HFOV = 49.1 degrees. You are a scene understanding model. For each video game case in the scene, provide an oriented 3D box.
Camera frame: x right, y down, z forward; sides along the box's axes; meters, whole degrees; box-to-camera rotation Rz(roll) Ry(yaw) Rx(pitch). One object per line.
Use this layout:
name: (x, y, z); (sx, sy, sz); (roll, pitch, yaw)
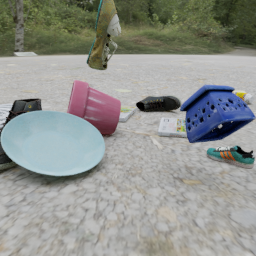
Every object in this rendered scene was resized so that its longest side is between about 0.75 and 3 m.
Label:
video game case: (-0.857, -0.693, 12.646); (2.074, 0.237, 1.888); (4, 19, 15)
video game case: (2.038, -0.023, 10.722); (1.644, 0.207, 1.807); (3, 18, 10)

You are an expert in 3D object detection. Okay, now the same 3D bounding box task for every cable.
cable: (-4.896, -0.146, 9.992); (2.647, 0.916, 2.647); (3, 20, 9)

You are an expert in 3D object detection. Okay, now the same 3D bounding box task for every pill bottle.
pill bottle: (6.095, -1.592, 14.783); (0.540, 0.540, 0.989); (-12, 22, -32)

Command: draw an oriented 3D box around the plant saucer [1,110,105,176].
plant saucer: (-2.053, 0.487, 7.855); (2.792, 0.538, 2.792); (14, 33, -9)

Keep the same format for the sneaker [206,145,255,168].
sneaker: (2.936, 0.702, 8.041); (1.361, 0.544, 0.486); (14, 23, 35)

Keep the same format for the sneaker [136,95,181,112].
sneaker: (1.417, -1.053, 13.112); (2.044, 0.764, 1.086); (6, 23, 42)

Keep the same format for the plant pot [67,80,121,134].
plant pot: (-1.261, -0.581, 10.022); (1.768, 1.975, 1.975); (11, 16, -13)

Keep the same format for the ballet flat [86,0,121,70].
ballet flat: (-0.482, -2.095, 6.410); (0.642, 1.816, 0.642); (13, 42, -12)

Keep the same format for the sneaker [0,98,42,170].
sneaker: (-3.488, 0.071, 8.297); (1.103, 1.566, 2.948); (4, 19, 12)

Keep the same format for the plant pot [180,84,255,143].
plant pot: (1.929, -0.351, 6.323); (1.124, 1.011, 1.124); (-4, -26, -33)
